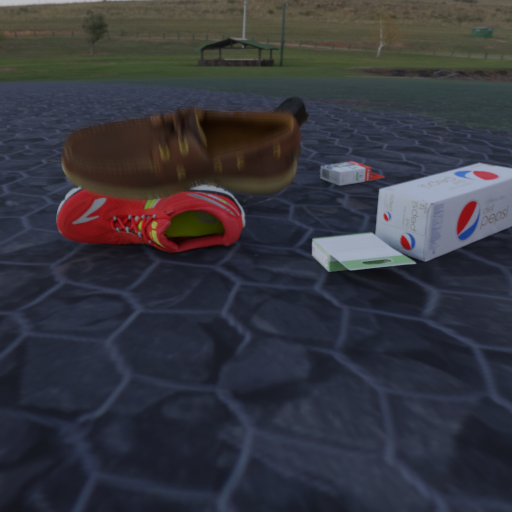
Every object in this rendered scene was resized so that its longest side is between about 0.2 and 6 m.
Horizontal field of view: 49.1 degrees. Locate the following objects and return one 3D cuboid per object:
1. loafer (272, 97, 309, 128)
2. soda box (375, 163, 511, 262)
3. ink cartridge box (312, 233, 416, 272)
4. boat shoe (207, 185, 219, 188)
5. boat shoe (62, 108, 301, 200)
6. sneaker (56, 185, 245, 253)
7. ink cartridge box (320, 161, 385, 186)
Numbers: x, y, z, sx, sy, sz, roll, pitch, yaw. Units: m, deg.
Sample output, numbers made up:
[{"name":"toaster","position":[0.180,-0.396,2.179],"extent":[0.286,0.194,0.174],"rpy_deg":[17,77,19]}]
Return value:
[{"name":"loafer","position":[0.390,-2.373,12.346],"extent":[1.140,1.114,3.124],"rpy_deg":[-48,7,-26]},{"name":"soda box","position":[3.780,-0.933,10.581],"extent":[3.379,1.076,1.151],"rpy_deg":[-16,27,-36]},{"name":"ink cartridge box","position":[1.695,0.046,9.084],"extent":[1.133,0.373,1.557],"rpy_deg":[-6,23,-14]},{"name":"boat shoe","position":[-0.771,-2.108,12.298],"extent":[0.680,2.049,0.758],"rpy_deg":[25,3,0]},{"name":"boat shoe","position":[-0.695,-1.096,5.430],"extent":[2.334,0.788,0.840],"rpy_deg":[-2,62,-9]},{"name":"sneaker","position":[-1.834,-0.658,9.752],"extent":[3.315,1.277,1.408],"rpy_deg":[-3,27,-7]},{"name":"ink cartridge box","position":[2.535,-2.193,14.614],"extent":[1.527,0.385,0.832],"rpy_deg":[-13,25,-26]}]
